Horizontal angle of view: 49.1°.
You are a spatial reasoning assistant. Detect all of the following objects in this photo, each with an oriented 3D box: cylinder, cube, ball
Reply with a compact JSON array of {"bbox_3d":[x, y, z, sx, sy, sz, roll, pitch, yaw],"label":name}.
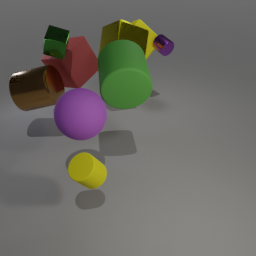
[{"bbox_3d":[-0.116,-1.489,7.811,1.400,1.400,1.400,-4,48,-6],"label":"cylinder"},{"bbox_3d":[-0.199,-3.313,11.255,1.400,1.400,1.400,8,0,-35],"label":"cube"},{"bbox_3d":[1.548,-3.639,12.308,0.700,0.700,0.700,-20,53,-30],"label":"cylinder"},{"bbox_3d":[0.478,-4.084,13.268,1.400,1.400,1.400,36,7,-19],"label":"cube"},{"bbox_3d":[-2.173,-2.521,10.824,1.400,1.400,1.400,13,54,46],"label":"cube"},{"bbox_3d":[-0.958,1.028,6.680,0.700,0.700,0.700,-10,61,18],"label":"cylinder"},{"bbox_3d":[-3.183,-1.403,9.916,1.400,1.400,1.400,-11,29,13],"label":"cylinder"},{"bbox_3d":[-2.344,-2.805,9.201,0.700,0.700,0.700,13,54,-12],"label":"cube"},{"bbox_3d":[-1.268,-0.368,7.509,1.400,1.400,1.400,0,31,0],"label":"ball"}]
